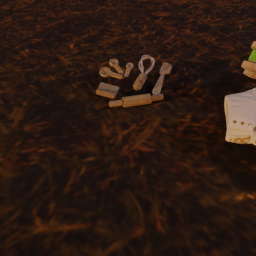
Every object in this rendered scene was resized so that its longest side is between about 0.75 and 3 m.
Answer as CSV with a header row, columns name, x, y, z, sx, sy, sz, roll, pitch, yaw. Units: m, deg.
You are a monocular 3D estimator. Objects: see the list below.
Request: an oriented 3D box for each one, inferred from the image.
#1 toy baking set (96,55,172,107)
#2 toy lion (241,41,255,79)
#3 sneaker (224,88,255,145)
name,x,y,z,sx,sy,sz,roll,pitch,yaw
toy baking set,0.265,-1.505,8.596,2.575,0.300,1.976,-6,59,-9
toy lion,4.466,-1.586,7.958,2.209,0.791,2.305,29,13,20
sneaker,3.130,0.354,6.272,1.730,1.103,2.994,-13,55,7
